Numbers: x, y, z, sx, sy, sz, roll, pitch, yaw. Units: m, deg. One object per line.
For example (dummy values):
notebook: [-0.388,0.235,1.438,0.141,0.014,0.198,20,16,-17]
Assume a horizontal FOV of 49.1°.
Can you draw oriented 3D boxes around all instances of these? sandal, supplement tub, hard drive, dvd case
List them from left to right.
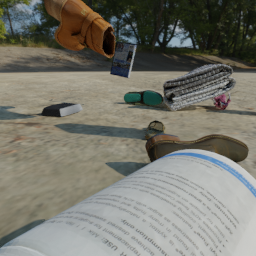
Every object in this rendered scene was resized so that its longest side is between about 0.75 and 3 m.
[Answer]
hard drive: [-2.566,-0.739,11.009,1.024,0.321,1.519,6,15,22]
dvd case: [-0.213,-2.893,11.867,1.014,1.421,0.125,19,11,34]
supplement tub: [0.146,1.003,1.890,1.347,1.347,2.041,10,16,35]
sandal: [0.781,-0.004,7.936,0.568,0.382,1.415,3,14,11]

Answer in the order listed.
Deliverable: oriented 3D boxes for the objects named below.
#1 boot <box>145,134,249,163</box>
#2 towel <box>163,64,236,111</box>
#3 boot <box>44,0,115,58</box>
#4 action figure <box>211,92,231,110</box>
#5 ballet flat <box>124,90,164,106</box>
boot: [1.388,0.665,5.102,2.054,0.767,0.995,1,35,-9]
towel: [2.885,-1.915,12.211,2.934,1.256,2.429,-18,12,7]
boot: [-1.297,-2.831,8.798,2.188,1.042,2.829,35,-6,13]
action figure: [3.948,-1.070,12.042,0.861,0.957,1.285,-8,32,8]
ballet flat: [0.797,-1.403,12.977,2.044,0.759,0.759,10,17,29]
